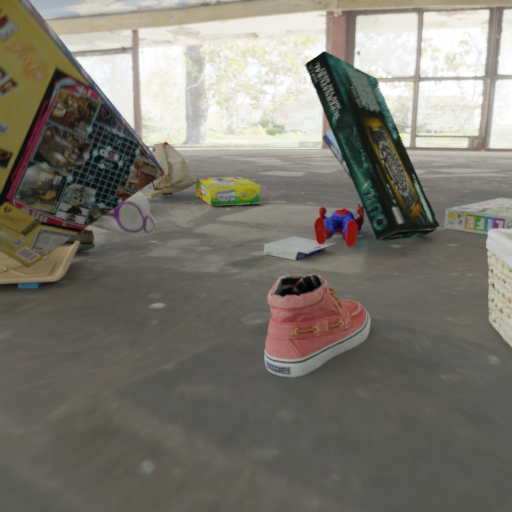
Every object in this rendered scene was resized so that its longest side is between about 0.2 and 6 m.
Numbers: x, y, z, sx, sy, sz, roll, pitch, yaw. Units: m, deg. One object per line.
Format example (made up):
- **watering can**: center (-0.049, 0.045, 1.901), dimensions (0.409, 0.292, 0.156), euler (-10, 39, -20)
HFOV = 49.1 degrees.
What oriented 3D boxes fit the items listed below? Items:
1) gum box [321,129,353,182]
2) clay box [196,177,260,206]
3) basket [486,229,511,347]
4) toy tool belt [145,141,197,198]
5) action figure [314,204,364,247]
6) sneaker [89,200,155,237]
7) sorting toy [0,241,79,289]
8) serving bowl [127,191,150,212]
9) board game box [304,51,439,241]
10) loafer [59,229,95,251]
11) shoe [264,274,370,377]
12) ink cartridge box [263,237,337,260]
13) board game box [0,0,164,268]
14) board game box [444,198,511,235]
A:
- **gum box**: center (2.539, -1.788, 12.271), dimensions (2.088, 0.465, 1.774), euler (23, 32, -43)
- **clay box**: center (-0.832, -1.905, 16.400), dimensions (1.458, 0.604, 2.538), euler (-5, 14, -16)
- **basket**: center (3.160, 0.447, 5.565), dimensions (1.272, 1.158, 1.877), euler (1, 13, 5)
- **toy tool belt**: center (-2.984, -2.614, 17.145), dimensions (1.563, 1.588, 2.544), euler (-35, 36, -5)
- **action figure**: center (1.687, -0.675, 11.127), dimensions (0.914, 0.722, 2.795), euler (0, 7, 11)
- **sneaker**: center (-2.725, -0.796, 10.436), dimensions (1.715, 0.642, 0.854), euler (16, -2, -23)
- **sorting toy**: center (-3.652, 0.088, 8.777), dimensions (1.692, 0.337, 2.290), euler (-7, 18, -8)
- **serving bowl**: center (-3.746, -1.440, 14.428), dimensions (1.977, 0.650, 1.977), euler (-1, 13, 0)
- **board game box**: center (2.286, -2.011, 10.702), dimensions (0.496, 3.522, 2.382), euler (-26, -12, 33)
- **loafer**: center (-4.091, -0.584, 10.249), dimensions (2.641, 0.831, 0.949), euler (6, 2, 24)
- **shoe**: center (0.698, 0.557, 5.826), dimensions (0.639, 0.814, 1.789), euler (9, 17, 34)
- **ink cartridge box**: center (0.789, -0.120, 9.929), dimensions (0.964, 0.196, 0.962), euler (11, 18, 39)
- **board game box**: center (-2.935, -1.399, 6.608), dimensions (2.435, 0.622, 3.595), euler (-34, -29, 1)
- **board game box**: center (5.683, -0.869, 12.469), dimensions (2.638, 0.452, 1.774), euler (-12, 19, -41)
